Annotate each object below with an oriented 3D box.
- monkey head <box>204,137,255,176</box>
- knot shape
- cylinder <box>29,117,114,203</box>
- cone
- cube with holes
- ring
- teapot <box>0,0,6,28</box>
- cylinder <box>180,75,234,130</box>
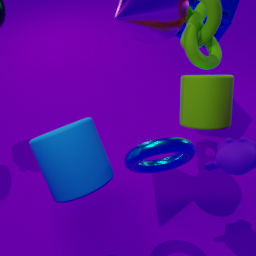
[{"bbox_3d":[2.140,0.646,5.471,1.211,0.871,0.729,-6,45,27],"label":"monkey head"},{"bbox_3d":[1.577,-2.089,6.135,0.825,1.786,1.671,-11,82,10],"label":"knot shape"},{"bbox_3d":[-0.867,0.480,4.414,1.020,1.020,1.020,-21,7,3],"label":"cylinder"},{"bbox_3d":[0.143,-2.221,5.319,1.586,1.586,1.592,21,37,19],"label":"cone"},{"bbox_3d":[2.161,-3.316,7.825,1.368,1.368,1.368,22,75,1],"label":"cube with holes"},{"bbox_3d":[0.551,0.503,4.887,1.262,1.262,0.252,-7,64,-6],"label":"ring"},{"bbox_3d":[-3.443,-2.769,6.289,1.228,1.975,0.967,34,45,-4],"label":"teapot"},{"bbox_3d":[1.711,-0.598,6.157,1.100,1.100,1.100,-1,11,0],"label":"cylinder"}]
